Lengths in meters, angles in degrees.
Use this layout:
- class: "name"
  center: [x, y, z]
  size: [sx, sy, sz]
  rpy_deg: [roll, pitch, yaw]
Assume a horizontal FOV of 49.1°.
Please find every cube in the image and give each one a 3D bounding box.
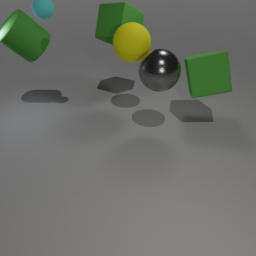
- class: "cube"
  center: [2.913, -1.999, 10.324]
  size: [1.400, 1.400, 1.400]
  rpy_deg: [-9, 14, 11]
- class: "cube"
  center: [-0.345, -4.311, 11.788]
  size: [1.400, 1.400, 1.400]
  rpy_deg: [13, 7, 35]

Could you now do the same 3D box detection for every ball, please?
- class: "ball"
  center: [0.140, -3.127, 10.274]
  size: [1.400, 1.400, 1.400]
  rpy_deg: [0, 30, 0]
- class: "ball"
  center: [-2.773, -3.909, 9.132]
  size: [0.700, 0.700, 0.700]
  rpy_deg: [0, 30, 0]
- class: "ball"
  center: [1.052, -1.909, 9.322]
  size: [1.400, 1.400, 1.400]
  rpy_deg: [0, 30, 0]

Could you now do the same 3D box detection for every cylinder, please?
- class: "cylinder"
  center: [-3.926, -3.462, 10.616]
  size: [1.400, 1.400, 1.400]
  rpy_deg: [34, 4, -41]
